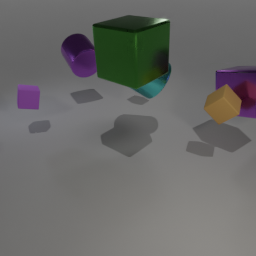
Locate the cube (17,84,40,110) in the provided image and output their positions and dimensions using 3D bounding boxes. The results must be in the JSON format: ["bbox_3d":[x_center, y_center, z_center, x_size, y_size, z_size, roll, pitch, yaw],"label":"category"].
[{"bbox_3d":[-3.565,-1.110,10.011,0.700,0.700,0.700,1,22,-25],"label":"cube"}]

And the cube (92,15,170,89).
[{"bbox_3d":[0.109,-2.005,7.202,1.400,1.400,1.400,23,40,35],"label":"cube"}]

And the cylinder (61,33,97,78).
[{"bbox_3d":[-2.047,-3.169,12.264,1.400,1.400,1.400,-15,51,-26],"label":"cylinder"}]

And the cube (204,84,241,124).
[{"bbox_3d":[2.713,-0.670,8.021,0.700,0.700,0.700,-34,18,44],"label":"cube"}]

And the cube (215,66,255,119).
[{"bbox_3d":[3.759,-1.195,8.885,1.400,1.400,1.400,-18,20,-38],"label":"cube"}]

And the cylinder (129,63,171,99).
[{"bbox_3d":[0.476,-1.899,9.310,1.400,1.400,1.400,28,21,-22],"label":"cylinder"}]
